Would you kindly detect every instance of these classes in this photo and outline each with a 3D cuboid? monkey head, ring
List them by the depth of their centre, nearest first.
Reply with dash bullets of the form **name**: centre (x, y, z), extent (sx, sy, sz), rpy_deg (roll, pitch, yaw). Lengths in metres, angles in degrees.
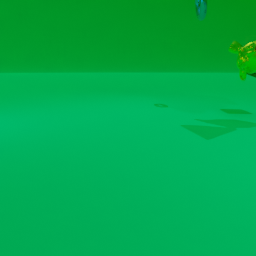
- **monkey head**: centre (2.961, -1.792, 6.898), extent (0.721, 1.197, 0.861), rpy_deg (9, 32, -38)
- **ring**: centre (2.358, -4.046, 9.065), extent (0.215, 1.076, 1.076), rpy_deg (-6, 12, 5)

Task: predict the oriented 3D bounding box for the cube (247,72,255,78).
- **cube**: centre (4.224, -2.054, 8.724), extent (0.763, 0.763, 0.763), rpy_deg (20, -17, -3)
